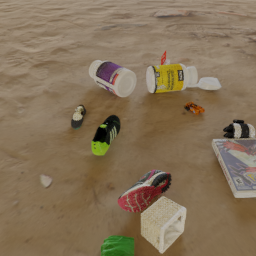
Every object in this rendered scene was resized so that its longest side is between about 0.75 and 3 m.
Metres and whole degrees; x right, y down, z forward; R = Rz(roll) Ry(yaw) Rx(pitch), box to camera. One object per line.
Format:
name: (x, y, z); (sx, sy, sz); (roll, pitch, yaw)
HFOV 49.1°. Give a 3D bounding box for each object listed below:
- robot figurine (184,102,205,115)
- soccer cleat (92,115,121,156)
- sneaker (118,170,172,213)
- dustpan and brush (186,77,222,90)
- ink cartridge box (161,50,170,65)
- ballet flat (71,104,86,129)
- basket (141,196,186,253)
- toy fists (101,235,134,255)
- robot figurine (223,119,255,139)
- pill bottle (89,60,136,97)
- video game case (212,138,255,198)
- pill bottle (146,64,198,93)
robot figurine: (2.986, -0.918, 12.662); (0.671, 0.269, 0.926); (-19, 39, -28)
soccer cleat: (-0.772, 0.093, 10.291); (0.713, 0.856, 2.112); (9, 43, 14)
sneaker: (0.454, 1.857, 8.405); (1.931, 0.778, 0.721); (-20, 24, -37)
dustpan and brush: (3.843, -2.266, 14.510); (1.706, 0.488, 1.190); (7, 34, -2)
ink cartridge box: (2.082, -3.588, 15.669); (0.296, 1.167, 1.325); (11, 37, 15)
ballet flat: (-2.122, -0.545, 11.938); (0.535, 0.535, 1.463); (4, 36, 5)
basket: (0.917, 2.463, 7.276); (0.973, 0.965, 0.783); (-29, 42, -34)
toy fists: (-0.284, 3.236, 6.560); (0.813, 0.548, 1.595); (7, 34, -3)
robot figurine: (4.259, 0.173, 10.734); (1.139, 0.856, 0.711); (2, 21, -3)
pill bottle: (-0.852, -2.580, 14.077); (1.354, 1.354, 2.430); (-28, 45, -34)
video game case: (4.541, 1.228, 9.466); (2.758, 0.317, 2.513); (-2, 38, -3)
pill bottle: (2.179, -2.507, 13.995); (2.366, 1.325, 1.325); (-7, 36, -8)
